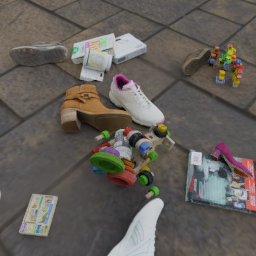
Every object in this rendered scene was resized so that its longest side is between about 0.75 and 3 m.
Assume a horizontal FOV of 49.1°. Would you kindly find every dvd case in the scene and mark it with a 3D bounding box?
[{"bbox_3d":[3.451,1.827,9.640,2.768,0.305,2.021,9,51,7],"label":"dvd case"}]

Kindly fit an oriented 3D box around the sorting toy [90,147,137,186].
[{"bbox_3d":[-0.418,1.018,8.460,1.197,1.993,0.818,3,57,24],"label":"sorting toy"}]

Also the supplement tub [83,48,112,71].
[{"bbox_3d":[-1.453,-3.226,13.311,1.249,0.906,0.906,11,49,-13],"label":"supplement tub"}]

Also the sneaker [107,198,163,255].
[{"bbox_3d":[0.368,3.288,8.091,1.090,0.957,2.721,31,64,17],"label":"sneaker"}]

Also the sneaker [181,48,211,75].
[{"bbox_3d":[3.163,-3.258,13.766,2.218,0.781,0.838,-36,40,-30],"label":"sneaker"}]

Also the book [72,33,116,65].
[{"bbox_3d":[-1.719,-4.019,14.195,2.170,0.521,1.450,-12,49,10],"label":"book"}]

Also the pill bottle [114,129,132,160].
[{"bbox_3d":[-0.172,0.665,9.741,0.644,0.644,1.139,2,50,2],"label":"pill bottle"}]

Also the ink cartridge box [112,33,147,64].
[{"bbox_3d":[-0.249,-4.166,14.604,1.889,0.411,1.639,-27,51,-20],"label":"ink cartridge box"}]

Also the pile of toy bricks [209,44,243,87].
[{"bbox_3d":[4.716,-3.286,13.275,1.455,1.295,2.622,8,50,7],"label":"pile of toy bricks"}]

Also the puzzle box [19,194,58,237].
[{"bbox_3d":[-2.830,2.754,8.944,0.861,0.165,1.294,4,50,4],"label":"puzzle box"}]

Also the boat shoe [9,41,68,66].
[{"bbox_3d":[-4.421,-3.762,13.999,2.782,1.036,1.020,-3,40,-14],"label":"boat shoe"}]

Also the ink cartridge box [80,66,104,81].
[{"bbox_3d":[-1.713,-2.559,13.428,1.058,0.265,0.852,14,49,-12],"label":"ink cartridge box"}]

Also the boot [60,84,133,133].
[{"bbox_3d":[-1.322,-0.878,11.569,2.880,1.104,2.236,-8,46,2],"label":"boot"}]

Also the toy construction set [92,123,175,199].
[{"bbox_3d":[0.331,0.706,9.874,2.665,2.223,2.048,18,31,39],"label":"toy construction set"}]

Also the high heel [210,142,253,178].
[{"bbox_3d":[3.709,1.069,9.704,1.587,0.535,0.763,35,68,30],"label":"high heel"}]

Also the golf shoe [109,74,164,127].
[{"bbox_3d":[0.295,-1.130,11.480,2.879,1.318,1.084,36,58,25],"label":"golf shoe"}]
